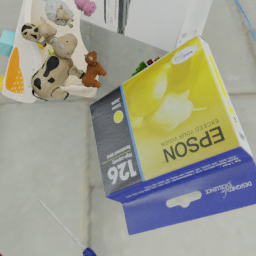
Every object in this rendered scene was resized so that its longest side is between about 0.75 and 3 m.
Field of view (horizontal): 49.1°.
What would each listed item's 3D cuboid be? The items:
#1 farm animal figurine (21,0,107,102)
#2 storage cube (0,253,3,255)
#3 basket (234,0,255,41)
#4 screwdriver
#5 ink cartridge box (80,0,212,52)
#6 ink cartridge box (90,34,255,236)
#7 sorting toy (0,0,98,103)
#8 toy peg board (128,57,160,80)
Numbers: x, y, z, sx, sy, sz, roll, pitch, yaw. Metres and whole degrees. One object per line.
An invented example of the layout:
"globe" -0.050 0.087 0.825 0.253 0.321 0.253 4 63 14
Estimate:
"farm animal figurine" -0.888 -1.105 3.598 1.077 0.671 1.334 -16 81 18
"storage cube" -1.991 2.044 3.535 1.058 0.904 0.951 49 63 -4
"basket" 2.431 -2.247 4.264 1.084 1.558 1.374 -29 89 -51
"screwdriver" -0.875 1.952 4.825 2.488 0.362 0.347 38 61 24
"ink cartridge box" 0.237 -2.869 6.376 2.914 1.227 2.107 26 33 16
"ink cartridge box" 0.498 0.225 4.326 2.371 0.564 2.399 -28 62 32
"sorting toy" -1.445 -1.684 5.162 1.303 2.438 2.195 13 101 13
"toy peg board" 0.515 -1.222 6.116 0.464 0.945 0.949 47 48 -19
